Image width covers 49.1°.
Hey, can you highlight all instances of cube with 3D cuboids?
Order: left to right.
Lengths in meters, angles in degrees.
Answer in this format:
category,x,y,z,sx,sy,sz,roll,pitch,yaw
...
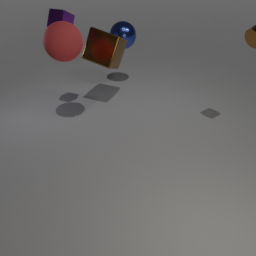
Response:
category,x,y,z,sx,sy,sz,roll,pitch,yaw
cube,-2.578,-4.098,10.746,0.700,0.700,0.700,16,10,25
cube,-1.033,-3.566,12.639,1.400,1.400,1.400,23,16,9

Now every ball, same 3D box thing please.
category,x,y,z,sx,sy,sz,roll,pitch,yaw
ball,-2.317,-3.081,10.014,1.400,1.400,1.400,0,31,0
ball,-0.268,-4.834,14.608,1.400,1.400,1.400,0,31,0

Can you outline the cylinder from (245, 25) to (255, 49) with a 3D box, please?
category,x,y,z,sx,sy,sz,roll,pitch,yaw
cylinder,4.390,-3.118,9.295,0.700,0.700,0.700,-35,40,-10
